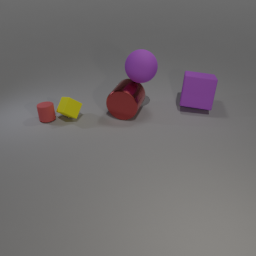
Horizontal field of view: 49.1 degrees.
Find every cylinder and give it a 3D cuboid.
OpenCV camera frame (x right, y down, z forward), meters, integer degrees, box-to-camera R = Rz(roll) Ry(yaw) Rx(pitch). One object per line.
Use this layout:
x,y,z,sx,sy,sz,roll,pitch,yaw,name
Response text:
-0.074,-1.277,12.323,1.400,1.400,1.400,9,33,15,cylinder
-3.505,-0.693,12.018,0.700,0.700,0.700,-2,27,1,cylinder

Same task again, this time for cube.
-2.505,-0.866,11.935,0.700,0.700,0.700,26,-10,-37,cube
3.183,-1.741,12.782,1.400,1.400,1.400,10,21,8,cube

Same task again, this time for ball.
0.561,-2.620,11.916,1.400,1.400,1.400,0,32,0,ball
